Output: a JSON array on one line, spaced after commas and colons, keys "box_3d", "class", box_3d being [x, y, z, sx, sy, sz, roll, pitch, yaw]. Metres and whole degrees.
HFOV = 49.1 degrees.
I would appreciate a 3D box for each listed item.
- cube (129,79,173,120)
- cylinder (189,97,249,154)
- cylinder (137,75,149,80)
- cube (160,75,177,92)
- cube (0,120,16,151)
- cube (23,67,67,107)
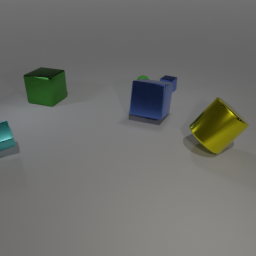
[{"box_3d": [0.999, -1.259, 11.836, 1.400, 1.400, 1.400, 12, 16, 19], "class": "cube"}, {"box_3d": [3.053, -0.085, 9.488, 1.400, 1.400, 1.400, 35, 22, -16], "class": "cylinder"}, {"box_3d": [0.792, -2.351, 14.784, 0.700, 0.700, 0.700, 2, 29, 4], "class": "cylinder"}, {"box_3d": [2.131, -2.319, 14.817, 0.700, 0.700, 0.700, 17, 33, 27], "class": "cube"}, {"box_3d": [-4.196, 0.285, 9.266, 0.700, 0.700, 0.700, -20, 70, -19], "class": "cube"}, {"box_3d": [-3.941, -2.013, 13.528, 1.400, 1.400, 1.400, 10, 30, 17], "class": "cube"}]
